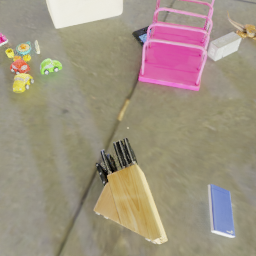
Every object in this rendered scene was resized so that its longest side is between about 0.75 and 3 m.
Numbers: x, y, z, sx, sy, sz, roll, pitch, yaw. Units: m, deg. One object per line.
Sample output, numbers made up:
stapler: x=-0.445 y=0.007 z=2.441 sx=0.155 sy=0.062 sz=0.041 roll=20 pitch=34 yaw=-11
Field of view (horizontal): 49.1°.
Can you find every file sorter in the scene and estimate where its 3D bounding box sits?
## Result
file sorter: x=1.674 y=-3.100 z=9.357 sx=2.039 sy=1.840 sz=2.935 roll=11 pitch=59 yaw=6

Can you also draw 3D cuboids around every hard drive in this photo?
hard drive: x=2.206 y=1.949 z=6.626 sx=0.716 sy=0.138 sz=1.085 roll=24 pitch=53 yaw=-27

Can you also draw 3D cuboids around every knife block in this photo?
knife block: x=0.173 y=1.342 z=6.626 sx=2.238 sy=0.716 sz=1.965 roll=18 pitch=72 yaw=27

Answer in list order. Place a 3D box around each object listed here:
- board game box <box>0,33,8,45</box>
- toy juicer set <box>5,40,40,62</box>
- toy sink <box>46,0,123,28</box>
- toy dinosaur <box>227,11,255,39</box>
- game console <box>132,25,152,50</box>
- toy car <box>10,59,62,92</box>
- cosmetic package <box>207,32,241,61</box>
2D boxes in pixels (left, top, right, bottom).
board game box: x=-5.982 y=-3.438 z=10.720 sx=1.976 sy=0.256 sz=1.976 roll=-37 pitch=62 yaw=-24
toy juicer set: x=-3.734 y=-2.843 z=10.238 sx=1.277 sy=0.348 sz=0.813 roll=-34 pitch=61 yaw=-22
toy sink: x=-1.847 y=-5.525 z=11.216 sx=2.895 sy=1.887 sz=1.622 roll=-17 pitch=56 yaw=-11
toy dinosaur: x=4.561 y=-3.818 z=10.895 sx=2.235 sy=0.675 sz=1.187 roll=34 pitch=35 yaw=17
game console: x=0.967 y=-3.482 z=10.782 sx=1.183 sy=0.208 sz=1.338 roll=-22 pitch=57 yaw=-16
toy car: x=-3.084 y=-1.984 z=9.364 sx=1.714 sy=0.406 sz=1.822 roll=-19 pitch=44 yaw=-11
cosmetic package: x=3.498 y=-2.970 z=10.176 sx=1.131 sy=0.604 sz=0.510 roll=-26 pitch=57 yaw=-16
